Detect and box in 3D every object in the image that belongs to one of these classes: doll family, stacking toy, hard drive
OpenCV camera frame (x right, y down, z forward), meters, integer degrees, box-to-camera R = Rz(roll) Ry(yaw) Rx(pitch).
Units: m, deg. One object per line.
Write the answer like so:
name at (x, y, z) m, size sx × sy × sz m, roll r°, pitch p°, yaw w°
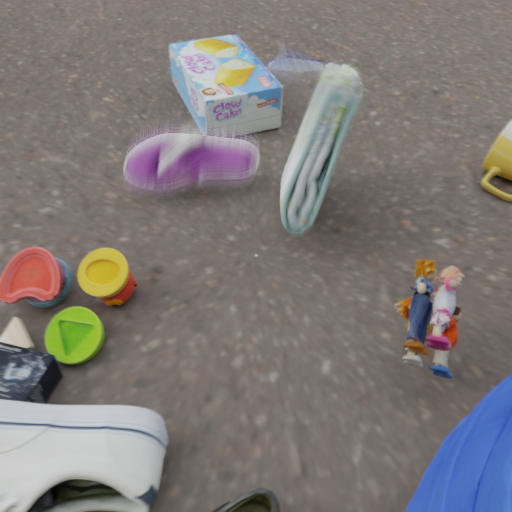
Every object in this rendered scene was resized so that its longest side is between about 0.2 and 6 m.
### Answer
doll family at (2.016, 0.671, 6.711) m, size 0.803 × 1.783 × 1.107 m, roll 8°, pitch 66°, yaw 22°
stacking toy at (-2.705, 0.745, 8.052) m, size 1.838 × 0.776 × 1.663 m, roll 5°, pitch 70°, yaw 9°
hard drive at (0.574, -2.843, 8.353) m, size 0.558 × 0.107 × 0.846 m, roll 1°, pitch 15°, yaw -18°

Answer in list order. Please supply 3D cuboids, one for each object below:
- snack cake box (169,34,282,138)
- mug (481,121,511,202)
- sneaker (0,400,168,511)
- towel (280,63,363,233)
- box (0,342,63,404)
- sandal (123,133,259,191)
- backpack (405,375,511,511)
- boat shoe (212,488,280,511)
snack cake box at (-0.738, -3.749, 12.246) m, size 1.670 × 0.976 × 2.905 m, roll -14°, pitch 45°, yaw -16°
mug at (4.897, -1.675, 10.259) m, size 1.142 × 1.391 × 1.114 m, roll 37°, pitch 22°, yaw 22°
sneaker at (-2.553, 2.235, 5.900) m, size 3.165 × 1.156 × 1.120 m, roll -3°, pitch 41°, yaw -3°
towel at (0.981, -1.775, 8.838) m, size 0.585 × 2.430 × 2.080 m, roll 20°, pitch 25°, yaw -4°
box at (-3.044, 1.612, 7.030) m, size 0.824 × 0.492 × 0.838 m, roll 11°, pitch 43°, yaw 11°
sandal at (-1.113, -1.680, 9.671) m, size 2.377 × 0.967 × 0.584 m, roll -9°, pitch 10°, yaw -6°
backpack at (3.489, 2.367, 3.800) m, size 4.333 × 3.636 × 3.521 m, roll 38°, pitch 48°, yaw 20°
boat shoe at (-0.727, 3.204, 5.065) m, size 0.983 × 0.904 × 2.751 m, roll 30°, pitch 51°, yaw 27°
